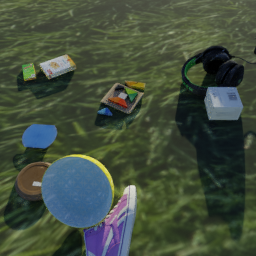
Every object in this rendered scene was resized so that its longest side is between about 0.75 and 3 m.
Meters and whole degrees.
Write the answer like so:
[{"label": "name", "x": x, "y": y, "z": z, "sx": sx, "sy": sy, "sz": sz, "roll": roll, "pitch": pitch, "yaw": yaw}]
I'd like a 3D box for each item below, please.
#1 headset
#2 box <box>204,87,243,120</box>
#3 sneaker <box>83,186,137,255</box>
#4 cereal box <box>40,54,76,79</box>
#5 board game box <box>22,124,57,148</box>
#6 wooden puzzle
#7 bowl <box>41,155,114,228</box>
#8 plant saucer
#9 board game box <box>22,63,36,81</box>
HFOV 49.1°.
[{"label": "headset", "x": 3.226, "y": -2.186, "z": 9.425, "sx": 2.920, "sy": 1.372, "sz": 1.803, "roll": -22, "pitch": 53, "yaw": -4}, {"label": "box", "x": 2.954, "y": -0.764, "z": 8.731, "sx": 0.909, "sy": 0.594, "sz": 0.905, "roll": 0, "pitch": 50, "yaw": 0}, {"label": "sneaker", "x": -0.409, "y": 2.096, "z": 6.274, "sx": 1.090, "sy": 0.693, "sz": 1.912, "roll": 7, "pitch": 50, "yaw": 10}, {"label": "cereal box", "x": -2.557, "y": -2.252, "z": 10.231, "sx": 1.099, "sy": 0.217, "sz": 0.791, "roll": -27, "pitch": 55, "yaw": -21}, {"label": "board game box", "x": -2.539, "y": 0.281, "z": 8.125, "sx": 1.014, "sy": 0.198, "sz": 0.802, "roll": 3, "pitch": 54, "yaw": 10}, {"label": "wooden puzzle", "x": -0.179, "y": -1.032, "z": 9.212, "sx": 1.220, "sy": 0.211, "sz": 1.808, "roll": 16, "pitch": 52, "yaw": 13}, {"label": "bowl", "x": -1.035, "y": 1.323, "z": 6.448, "sx": 1.651, "sy": 1.651, "sz": 0.888, "roll": 12, "pitch": 12, "yaw": 10}, {"label": "plant saucer", "x": -2.349, "y": 1.328, "z": 7.249, "sx": 1.142, "sy": 0.168, "sz": 1.142, "roll": 1, "pitch": 50, "yaw": -1}, {"label": "board game box", "x": -3.579, "y": -2.033, "z": 10.119, "sx": 0.404, "sy": 0.127, "sz": 0.847, "roll": -14, "pitch": 54, "yaw": -12}]
